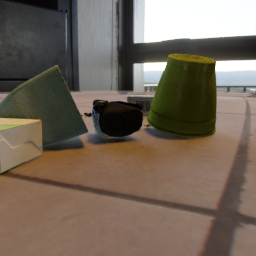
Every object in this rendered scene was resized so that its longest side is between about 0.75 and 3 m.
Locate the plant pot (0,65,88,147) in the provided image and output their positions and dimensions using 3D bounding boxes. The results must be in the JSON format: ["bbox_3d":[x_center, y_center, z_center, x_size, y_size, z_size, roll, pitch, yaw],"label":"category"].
[{"bbox_3d":[-2.735,-0.516,8.675,2.154,2.109,2.115,-25,15,-10],"label":"plant pot"}]

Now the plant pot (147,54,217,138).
[{"bbox_3d":[2.166,-1.341,10.346,2.650,2.552,2.650,6,22,-2],"label":"plant pot"}]

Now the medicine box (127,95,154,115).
[{"bbox_3d":[1.006,-1.386,16.532,1.866,1.054,2.049,2,10,10],"label":"medicine box"}]

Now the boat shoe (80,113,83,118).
[{"bbox_3d":[-2.597,-0.725,14.426,0.539,0.465,1.483,-1,10,-6],"label":"boat shoe"}]

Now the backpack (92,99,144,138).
[{"bbox_3d":[-0.562,-0.335,9.759,1.694,1.285,2.030,-1,11,-24],"label":"backpack"}]

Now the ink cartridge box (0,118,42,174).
[{"bbox_3d":[-3.852,0.301,6.915,2.932,0.987,1.717,3,10,15],"label":"ink cartridge box"}]

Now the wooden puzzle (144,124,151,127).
[{"bbox_3d":[0.041,-0.071,11.490,1.840,0.215,1.242,2,6,15],"label":"wooden puzzle"}]

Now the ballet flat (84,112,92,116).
[{"bbox_3d":[-2.204,-0.785,15.479,0.267,0.228,0.804,-7,12,-36],"label":"ballet flat"}]
